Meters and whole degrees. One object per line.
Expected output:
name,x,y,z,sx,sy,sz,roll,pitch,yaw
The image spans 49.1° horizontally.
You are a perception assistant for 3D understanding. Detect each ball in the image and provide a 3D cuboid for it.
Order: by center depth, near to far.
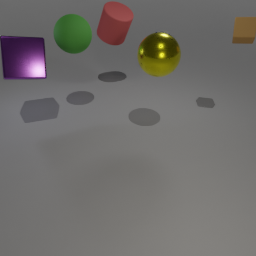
ball,0.996,-2.350,9.022,1.400,1.400,1.400,0,32,0
ball,-2.040,-3.475,10.383,1.400,1.400,1.400,0,32,0

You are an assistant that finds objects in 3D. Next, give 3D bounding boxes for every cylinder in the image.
cylinder,-0.616,-4.822,12.958,1.400,1.400,1.400,11,52,-15

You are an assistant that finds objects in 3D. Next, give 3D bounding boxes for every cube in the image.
cube,4.021,-3.361,9.674,0.700,0.700,0.700,7,1,18
cube,-3.764,-2.455,10.042,1.400,1.400,1.400,-5,10,-24
